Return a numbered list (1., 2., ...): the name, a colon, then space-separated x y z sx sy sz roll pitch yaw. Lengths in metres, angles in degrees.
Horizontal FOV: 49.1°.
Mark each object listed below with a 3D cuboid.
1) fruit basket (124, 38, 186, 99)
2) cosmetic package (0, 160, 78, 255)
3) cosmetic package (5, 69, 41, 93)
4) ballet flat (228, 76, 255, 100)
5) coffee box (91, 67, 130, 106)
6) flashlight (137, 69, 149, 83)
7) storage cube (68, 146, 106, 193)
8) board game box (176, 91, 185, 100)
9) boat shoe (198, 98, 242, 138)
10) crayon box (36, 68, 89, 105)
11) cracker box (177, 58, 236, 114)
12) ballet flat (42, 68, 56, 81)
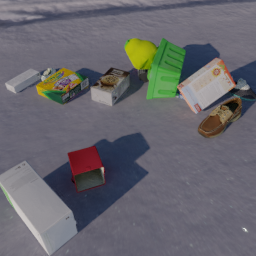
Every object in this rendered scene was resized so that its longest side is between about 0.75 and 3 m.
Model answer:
1. fruit basket: 1.143 -3.015 13.287 3.079 2.221 3.079 3 45 -3
2. cosmetic package: -2.695 2.296 8.341 1.067 1.353 2.515 -32 51 -30
3. cosmetic package: -5.189 -2.358 13.944 0.673 0.413 1.630 26 49 25
4. ballet flat: 4.989 -2.040 13.319 2.386 0.871 0.871 24 48 23
5. coffee box: -0.791 -1.999 13.304 1.090 0.770 1.929 18 46 18
6. flashlight: 0.775 -3.383 14.762 0.831 0.834 2.455 -16 41 17
7. storage cube: -1.429 1.388 9.556 1.158 0.990 1.041 -14 44 -14
8. board game box: 3.114 -1.567 13.229 1.416 0.244 0.958 25 49 24
9. boat shoe: 3.848 -0.528 11.617 2.549 0.941 0.964 -33 53 -30
10. crayon box: -3.129 -2.063 13.521 1.648 0.557 1.910 24 49 24
11. cracker box: 3.313 -1.776 11.864 2.062 1.381 0.595 -36 25 5
12. ballet flat: -4.100 -2.856 14.493 0.420 0.420 1.210 11 44 11
